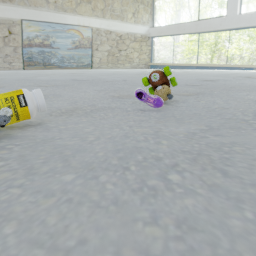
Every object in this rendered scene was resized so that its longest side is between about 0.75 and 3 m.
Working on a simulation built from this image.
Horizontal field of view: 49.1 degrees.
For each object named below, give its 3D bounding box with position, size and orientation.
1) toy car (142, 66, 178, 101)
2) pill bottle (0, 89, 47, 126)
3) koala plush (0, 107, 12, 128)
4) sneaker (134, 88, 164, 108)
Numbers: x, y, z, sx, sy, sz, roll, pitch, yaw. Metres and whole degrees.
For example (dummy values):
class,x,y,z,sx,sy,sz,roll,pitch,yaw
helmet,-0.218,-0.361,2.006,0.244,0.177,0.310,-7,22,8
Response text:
class,x,y,z,sx,sy,sz,roll,pitch,yaw
toy car,1.445,-1.670,12.231,1.329,1.277,1.618,-23,42,21
pill bottle,-3.259,-0.608,8.069,1.641,0.922,0.922,-19,21,-22
koala plush,-3.251,-0.228,6.874,0.781,0.718,0.692,-19,-21,-33
sneaker,0.748,-1.095,10.531,1.228,0.494,0.543,27,13,9
